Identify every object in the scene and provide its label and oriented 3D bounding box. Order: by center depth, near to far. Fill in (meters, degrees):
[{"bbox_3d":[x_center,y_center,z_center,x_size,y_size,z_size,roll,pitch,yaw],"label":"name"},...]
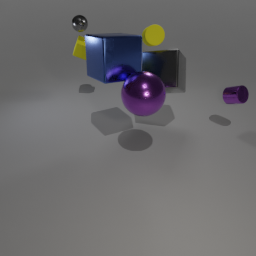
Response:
[{"bbox_3d":[0.479,-1.058,8.715,1.400,1.400,1.400,0,32,0],"label":"ball"},{"bbox_3d":[-0.483,-2.351,9.255,1.400,1.400,1.400,-12,25,-28],"label":"cube"},{"bbox_3d":[0.888,-3.277,9.955,0.700,0.700,0.700,-4,15,-6],"label":"cylinder"},{"bbox_3d":[1.385,-2.101,10.698,1.400,1.400,1.400,1,0,23],"label":"cube"},{"bbox_3d":[4.209,-1.289,10.966,0.700,0.700,0.700,-19,11,-28],"label":"cylinder"},{"bbox_3d":[-2.084,-4.517,12.112,0.700,0.700,0.700,0,32,0],"label":"ball"},{"bbox_3d":[-2.059,-3.658,12.814,0.700,0.700,0.700,17,44,-17],"label":"cube"}]
